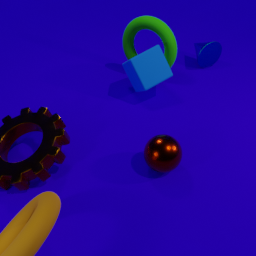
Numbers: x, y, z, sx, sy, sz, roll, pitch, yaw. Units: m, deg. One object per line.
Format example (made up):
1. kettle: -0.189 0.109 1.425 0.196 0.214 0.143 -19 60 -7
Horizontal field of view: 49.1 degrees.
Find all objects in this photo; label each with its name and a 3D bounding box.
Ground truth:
1. cube: 0.572 -1.778 8.534 1.001 1.001 1.001 -30 11 -11
2. gear: -2.417 0.419 6.553 2.069 0.383 2.069 -7 53 10
3. ring: 0.683 -2.669 9.251 1.987 1.987 0.397 22 45 23
4. cone: 2.696 -2.887 10.240 1.009 1.009 1.013 -16 45 -18
5. ball: 0.802 0.584 6.448 0.889 0.889 0.889 0 42 0
6. ring: -1.802 1.823 4.614 0.364 1.821 1.821 44 44 -13
